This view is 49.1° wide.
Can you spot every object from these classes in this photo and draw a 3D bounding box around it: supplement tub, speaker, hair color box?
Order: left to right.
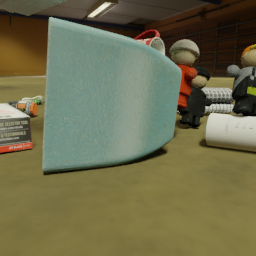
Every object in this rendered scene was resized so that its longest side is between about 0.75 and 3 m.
[{"bbox_3d":[-3.512,-0.061,7.208,1.374,0.829,2.706,-7,14,-32],"label":"hair color box"},{"bbox_3d":[-4.001,-0.720,10.622,1.020,0.625,0.625,2,13,5],"label":"supplement tub"},{"bbox_3d":[2.840,0.128,6.408,2.006,0.815,0.815,6,14,28],"label":"speaker"}]

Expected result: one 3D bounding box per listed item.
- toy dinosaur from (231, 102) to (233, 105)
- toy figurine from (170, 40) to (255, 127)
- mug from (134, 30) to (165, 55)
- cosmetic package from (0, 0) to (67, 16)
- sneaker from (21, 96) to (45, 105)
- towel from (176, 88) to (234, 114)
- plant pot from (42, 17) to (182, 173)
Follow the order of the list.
[{"bbox_3d":[4.760,-0.933,12.060,0.726,0.460,1.072,0,5,34],"label":"toy dinosaur"},{"bbox_3d":[2.504,-1.142,7.723,2.736,1.934,2.780,7,-11,29],"label":"toy figurine"},{"bbox_3d":[0.582,-3.363,12.295,1.890,1.261,1.677,8,46,37],"label":"mug"},{"bbox_3d":[-2.174,-3.306,6.410,2.025,0.913,1.082,3,7,34],"label":"cosmetic package"},{"bbox_3d":[-4.589,-1.262,13.709,1.165,0.448,0.516,-12,27,-20],"label":"sneaker"},{"bbox_3d":[2.932,-1.288,11.971,2.200,1.137,2.657,-2,13,-12],"label":"towel"},{"bbox_3d":[-0.405,-0.704,6.292,2.747,2.689,2.697,2,12,-15],"label":"plant pot"}]
